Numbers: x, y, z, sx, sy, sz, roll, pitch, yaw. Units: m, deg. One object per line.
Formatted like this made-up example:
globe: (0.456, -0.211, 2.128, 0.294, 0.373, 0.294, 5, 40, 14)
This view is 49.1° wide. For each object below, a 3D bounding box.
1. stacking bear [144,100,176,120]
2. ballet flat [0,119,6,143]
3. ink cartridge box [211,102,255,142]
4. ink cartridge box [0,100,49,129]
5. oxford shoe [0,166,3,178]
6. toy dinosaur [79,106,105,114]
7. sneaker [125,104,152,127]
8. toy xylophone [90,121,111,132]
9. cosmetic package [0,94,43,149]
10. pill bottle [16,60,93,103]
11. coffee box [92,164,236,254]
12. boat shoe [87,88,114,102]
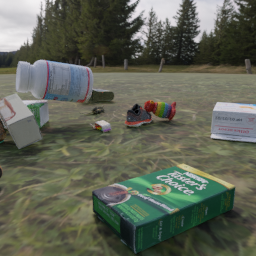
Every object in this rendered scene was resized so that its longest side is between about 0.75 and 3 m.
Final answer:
stacking bear: (1.287, -0.802, 11.666, 1.255, 0.714, 0.762, 15, 48, -5)
ballet flat: (-5.197, 0.050, 8.348, 2.869, 0.965, 0.977, -6, 15, -20)
ink cartridge box: (3.768, -0.283, 9.869, 1.474, 0.869, 2.560, 5, 15, 20)
ink cartridge box: (-4.290, -0.549, 10.884, 2.087, 0.876, 1.511, -1, 14, -4)
oxford shoe: (-3.387, 0.879, 5.950, 1.596, 0.569, 0.569, -1, 10, 4)
toy dinosaur: (-1.510, -0.810, 13.084, 0.649, 0.350, 1.474, -7, 7, 41)
sneaker: (0.494, -0.595, 11.254, 0.744, 0.791, 1.932, 6, 15, 21)
toy xylophone: (-1.016, -0.065, 10.284, 0.677, 0.232, 0.925, -12, 18, -16)
cosmetic package: (-3.394, -0.258, 8.602, 0.780, 0.924, 1.787, -27, 38, -24)
pill bottle: (-2.910, -1.857, 11.154, 2.783, 1.513, 1.513, 3, 11, -28)
coffee box: (0.619, 1.204, 4.756, 2.147, 0.472, 1.320, -9, 17, -32)
boat shoe: (-1.998, -1.959, 16.824, 2.256, 0.843, 0.771, 5, 8, -18)
